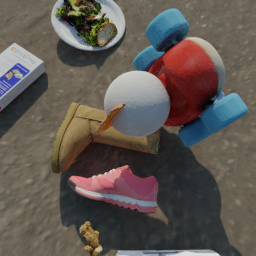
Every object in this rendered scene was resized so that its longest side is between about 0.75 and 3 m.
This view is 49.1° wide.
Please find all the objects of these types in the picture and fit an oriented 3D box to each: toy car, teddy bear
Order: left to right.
[{"bbox_3d":[-0.791,2.467,6.146,0.279,0.606,0.836,-24,71,11],"label":"teddy bear"},{"bbox_3d":[0.434,-0.570,6.192,2.885,2.552,2.659,-28,81,-18],"label":"toy car"}]

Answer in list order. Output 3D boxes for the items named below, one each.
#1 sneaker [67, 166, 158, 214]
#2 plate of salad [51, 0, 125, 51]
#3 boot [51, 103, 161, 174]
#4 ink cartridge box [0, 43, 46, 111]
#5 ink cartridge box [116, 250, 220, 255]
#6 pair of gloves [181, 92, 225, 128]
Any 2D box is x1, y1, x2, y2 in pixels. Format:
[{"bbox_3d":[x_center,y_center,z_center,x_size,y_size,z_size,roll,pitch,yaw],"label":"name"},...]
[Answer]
[{"bbox_3d":[-0.327,1.341,6.751,2.247,0.828,0.975,12,78,12],"label":"sneaker"},{"bbox_3d":[-1.260,-3.610,9.125,2.425,0.582,2.425,4,70,-10],"label":"plate of salad"},{"bbox_3d":[-0.472,0.318,7.261,2.563,0.847,2.244,10,58,3],"label":"boot"},{"bbox_3d":[-3.824,-1.301,8.228,1.277,0.500,2.697,34,65,15],"label":"ink cartridge box"},{"bbox_3d":[0.820,3.424,5.817,2.180,0.924,1.588,-1,73,1],"label":"ink cartridge box"},{"bbox_3d":[2.036,-0.682,8.138,1.671,0.190,1.343,-11,69,-1],"label":"pair of gloves"}]
